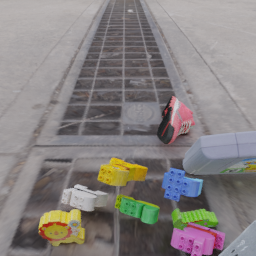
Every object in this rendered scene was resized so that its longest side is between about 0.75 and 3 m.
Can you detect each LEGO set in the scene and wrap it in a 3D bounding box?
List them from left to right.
[{"bbox_3d":[0.094,0.974,4.089,2.592,0.989,1.064,11,-1,24],"label":"LEGO set"}]

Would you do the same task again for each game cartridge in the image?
[{"bbox_3d":[2.316,0.458,4.851,2.450,1.633,0.496,-2,68,-1],"label":"game cartridge"}]

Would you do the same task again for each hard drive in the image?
[{"bbox_3d":[0.115,1.779,1.471,0.445,2.709,1.891,44,3,10],"label":"hard drive"}]

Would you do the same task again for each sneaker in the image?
[{"bbox_3d":[1.221,-0.165,6.545,0.805,0.684,1.857,26,31,0],"label":"sneaker"}]

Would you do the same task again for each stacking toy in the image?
[{"bbox_3d":[0.161,1.881,3.483,2.712,0.637,2.044,-3,33,-6],"label":"stacking toy"}]
